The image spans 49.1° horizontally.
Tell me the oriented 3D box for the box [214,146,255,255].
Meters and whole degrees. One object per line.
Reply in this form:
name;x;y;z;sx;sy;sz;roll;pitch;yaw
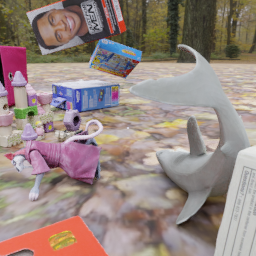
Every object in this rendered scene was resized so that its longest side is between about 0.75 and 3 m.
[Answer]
box;1.971;0.956;1.968;2.387;1.133;0.928;18;14;36

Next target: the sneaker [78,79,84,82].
sneaker;-2.385;-1.806;12.751;2.006;0.849;0.730;-4;18;-9

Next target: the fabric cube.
fabric cube;-5.457;-2.069;11.096;2.309;2.265;2.302;0;14;3

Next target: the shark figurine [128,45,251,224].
shark figurine;0.878;0.538;3.410;1.803;3.017;1.259;38;73;20

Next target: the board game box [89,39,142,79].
board game box;-0.495;-2.467;10.131;1.522;0.425;1.491;14;-19;-17

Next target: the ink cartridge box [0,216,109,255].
ink cartridge box;-0.780;1.359;1.794;2.232;0.659;2.788;-10;20;-31

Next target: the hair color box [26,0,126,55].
hair color box;-1.569;-3.278;8.654;2.706;1.373;0.829;-10;23;18

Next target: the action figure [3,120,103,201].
action figure;-1.152;0.435;4.459;1.515;1.128;1.015;8;17;-25

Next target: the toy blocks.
toy blocks;-2.383;-0.550;6.732;1.976;1.663;1.846;7;17;25

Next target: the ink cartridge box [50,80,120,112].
ink cartridge box;-1.739;-1.227;10.502;2.401;0.916;1.638;-11;19;-39
